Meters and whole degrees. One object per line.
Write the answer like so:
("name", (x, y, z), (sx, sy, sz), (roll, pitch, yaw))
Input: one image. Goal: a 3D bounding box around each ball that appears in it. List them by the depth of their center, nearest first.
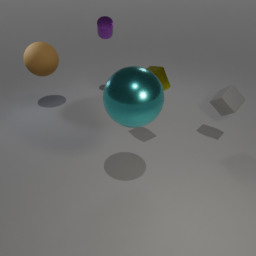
("ball", (0.126, -0.699, 6.401), (1.400, 1.400, 1.400), (0, 29, 0))
("ball", (-3.590, -2.851, 11.634), (1.400, 1.400, 1.400), (0, 29, 0))

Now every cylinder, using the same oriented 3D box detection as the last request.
("cylinder", (-1.001, -4.406, 12.318), (0.700, 0.700, 0.700), (1, 71, -4))

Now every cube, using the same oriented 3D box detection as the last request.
("cube", (0.754, -1.433, 8.624), (0.700, 0.700, 0.700), (-34, 27, -16))
("cube", (3.408, -0.935, 9.613), (0.700, 0.700, 0.700), (-45, 8, -20))
